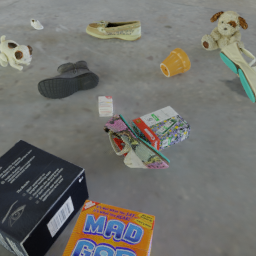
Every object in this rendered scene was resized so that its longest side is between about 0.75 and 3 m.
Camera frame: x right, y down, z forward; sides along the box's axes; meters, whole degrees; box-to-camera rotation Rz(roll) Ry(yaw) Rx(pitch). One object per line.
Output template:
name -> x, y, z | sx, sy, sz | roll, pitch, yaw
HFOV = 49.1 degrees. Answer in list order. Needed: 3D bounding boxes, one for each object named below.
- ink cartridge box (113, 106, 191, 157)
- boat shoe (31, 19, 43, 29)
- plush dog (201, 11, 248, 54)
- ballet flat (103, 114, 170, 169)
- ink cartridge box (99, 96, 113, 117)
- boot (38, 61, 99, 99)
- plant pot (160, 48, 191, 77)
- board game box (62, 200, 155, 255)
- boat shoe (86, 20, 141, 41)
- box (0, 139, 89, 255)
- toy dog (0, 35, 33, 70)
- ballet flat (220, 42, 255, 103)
ink cartridge box -> 0.712, 0.142, 8.600 | 2.138, 0.538, 1.165 | -21, 47, -21
boat shoe -> -4.820, -5.497, 14.756 | 0.361, 0.356, 1.019 | -30, 51, -28
plush dog -> 4.502, -4.370, 12.570 | 1.970, 1.692, 1.581 | 25, 48, 24
ballet flat -> 0.104, 0.537, 8.019 | 0.922, 0.896, 2.592 | -42, 49, -4
ink cartridge box -> -0.779, -0.760, 9.761 | 0.481, 0.279, 0.826 | -4, 43, -4
boot -> -2.435, -1.907, 10.731 | 2.363, 0.825, 1.555 | -13, 40, -29
plant pot -> 1.836, -2.545, 11.253 | 0.917, 1.002, 1.002 | -34, 51, -10
board game box -> -0.333, 2.512, 5.430 | 1.413, 1.414, 1.413 | 10, 44, 11
boat shoe -> -0.717, -4.955, 13.792 | 2.795, 0.876, 1.024 | 7, 44, 7
box -> -2.349, 1.620, 6.522 | 2.074, 1.218, 2.040 | 21, 47, 21
toy dog -> -4.512, -3.097, 11.507 | 1.433, 1.390, 1.000 | 19, 37, 31
ballet flat -> 3.060, -1.523, 7.208 | 0.699, 0.699, 2.013 | -10, 53, -10
